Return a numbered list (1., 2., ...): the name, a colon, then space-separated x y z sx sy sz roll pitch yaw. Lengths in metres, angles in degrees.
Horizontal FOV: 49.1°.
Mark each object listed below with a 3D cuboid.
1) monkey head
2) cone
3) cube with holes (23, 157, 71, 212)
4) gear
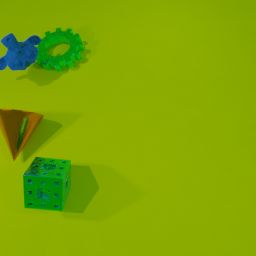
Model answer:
1. monkey head: -3.435 -2.396 8.674 1.686 1.213 1.016 -40 42 -8
2. cone: -3.243 0.261 8.164 1.409 1.409 1.415 4 84 2
3. cube with holes: -2.068 1.439 7.302 0.966 0.966 0.966 6 21 -1
4. gear: -2.412 -2.751 9.763 1.707 0.316 1.707 -2 63 4
